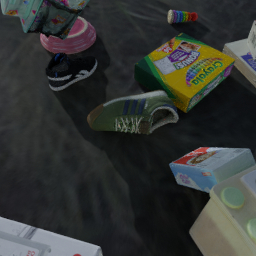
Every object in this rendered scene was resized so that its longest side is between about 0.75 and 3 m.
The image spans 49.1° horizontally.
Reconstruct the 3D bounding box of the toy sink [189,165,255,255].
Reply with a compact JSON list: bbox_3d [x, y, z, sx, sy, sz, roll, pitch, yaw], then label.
[{"bbox_3d":[2.124,1.423,4.501,1.486,2.279,1.277,-21,55,-20],"label":"toy sink"}]

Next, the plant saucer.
[{"bbox_3d":[-2.070,-3.295,9.633,1.915,0.485,1.915,0,51,1],"label":"plant saucer"}]

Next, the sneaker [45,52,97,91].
[{"bbox_3d":[-1.593,-1.873,8.159,0.635,0.972,1.737,34,59,24],"label":"sneaker"}]

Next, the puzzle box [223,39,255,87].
[{"bbox_3d":[4.756,-2.302,8.896,2.886,0.367,1.920,-16,53,-12],"label":"puzzle box"}]

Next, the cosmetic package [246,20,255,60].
[{"bbox_3d":[4.715,-2.634,8.388,1.890,0.825,0.977,-1,51,-1],"label":"cosmetic package"}]

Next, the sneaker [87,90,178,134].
[{"bbox_3d":[0.217,-0.255,6.966,2.278,0.764,1.023,-17,48,-17],"label":"sneaker"}]

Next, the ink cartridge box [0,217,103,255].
[{"bbox_3d":[-2.049,2.631,4.317,2.961,1.226,2.169,11,50,10],"label":"ink cartridge box"}]

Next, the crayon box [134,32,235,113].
[{"bbox_3d":[1.654,-1.727,8.235,1.957,0.661,2.268,37,60,26],"label":"crayon box"}]

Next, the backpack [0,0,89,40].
[{"bbox_3d":[-1.884,-3.946,6.695,2.208,2.880,2.532,3,67,-48],"label":"backpack"}]

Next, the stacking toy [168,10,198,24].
[{"bbox_3d":[2.053,-4.113,10.351,1.097,0.468,0.468,-4,51,-8],"label":"stacking toy"}]

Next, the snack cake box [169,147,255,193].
[{"bbox_3d":[1.648,0.814,5.632,0.914,1.589,0.534,-26,96,-18],"label":"snack cake box"}]
